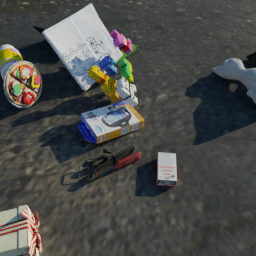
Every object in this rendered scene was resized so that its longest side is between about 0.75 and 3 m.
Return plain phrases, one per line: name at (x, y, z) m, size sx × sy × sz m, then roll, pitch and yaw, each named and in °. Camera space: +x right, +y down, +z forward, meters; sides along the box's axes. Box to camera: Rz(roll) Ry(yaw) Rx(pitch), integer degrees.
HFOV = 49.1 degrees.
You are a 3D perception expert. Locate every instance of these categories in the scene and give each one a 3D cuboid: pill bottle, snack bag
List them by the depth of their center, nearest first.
snack bag at (-1.390, -2.868, 9.801) m, size 0.262 × 2.304 × 2.444 m, roll -8°, pitch 32°, yaw 52°
pill bottle at (-4.222, -2.347, 10.087) m, size 0.850 × 0.850 × 1.631 m, roll -19°, pitch 51°, yaw -17°

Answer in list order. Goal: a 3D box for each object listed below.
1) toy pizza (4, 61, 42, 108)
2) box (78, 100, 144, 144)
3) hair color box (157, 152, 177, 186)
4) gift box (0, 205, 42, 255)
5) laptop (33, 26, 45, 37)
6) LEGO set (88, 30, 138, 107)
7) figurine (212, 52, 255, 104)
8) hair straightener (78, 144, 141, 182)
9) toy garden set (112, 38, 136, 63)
toy pizza at (-3.194, -1.344, 8.741) m, size 0.231 × 1.457 × 1.457 m, roll 11°, pitch 46°, yaw 29°
box at (-0.544, -0.189, 8.304) m, size 1.786 × 0.370 × 1.063 m, roll -18°, pitch 49°, yaw -27°
hair color box at (1.006, 1.067, 7.303) m, size 0.481 × 0.277 × 0.868 m, roll 4°, pitch 46°, yaw 3°
gift box at (-2.318, 2.237, 5.682) m, size 1.024 × 1.097 × 1.012 m, roll -11°, pitch 53°, yaw -12°
laptop at (-2.671, -3.999, 11.593) m, size 1.576 × 0.919 × 1.779 m, roll 23°, pitch 51°, yaw 19°
LEGO set at (-0.590, -1.939, 9.104) m, size 1.123 × 1.209 × 2.946 m, roll -29°, pitch 49°, yaw 30°
figurine at (4.735, -1.937, 9.677) m, size 2.772 × 1.193 × 2.705 m, roll -21°, pitch 43°, yaw -18°
hair straightener at (-0.553, 0.892, 7.482) m, size 1.792 × 0.367 × 0.690 m, roll -27°, pitch 52°, yaw -17°
toy garden set at (-1.512, -3.400, 11.179) m, size 2.847 × 0.568 × 2.373 m, roll 34°, pitch 56°, yaw 24°
